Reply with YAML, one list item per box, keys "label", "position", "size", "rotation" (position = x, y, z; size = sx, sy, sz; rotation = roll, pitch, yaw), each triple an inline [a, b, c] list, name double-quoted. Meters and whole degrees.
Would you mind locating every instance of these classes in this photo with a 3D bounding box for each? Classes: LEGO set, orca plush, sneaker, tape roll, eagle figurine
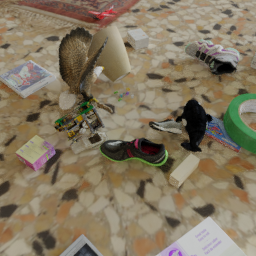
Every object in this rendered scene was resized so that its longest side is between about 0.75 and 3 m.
- label: "LEGO set"
  position: [-1.717, -0.095, 10.341]
  size: [1.795, 1.040, 1.380]
  rotation: [-39, 27, -24]
- label: "orca plush"
  position: [2.360, -0.358, 10.487]
  size: [1.391, 0.940, 2.645]
  rotation: [7, 45, 25]
- label: "sneaker"
  position: [0.199, 0.664, 9.695]
  size: [2.370, 0.993, 0.909]
  rotation: [5, 48, 4]
- label: "tape roll"
  position: [5.067, -0.173, 10.536]
  size: [2.779, 0.668, 2.779]
  rotation: [3, 47, -3]
- label: "eagle figurine"
  position: [-1.675, -2.183, 10.885]
  size: [2.213, 2.916, 2.201]
  rotation: [1, 40, 7]
- label: "sneaker"
  position: [1.394, -0.120, 10.422]
  size: [1.389, 0.551, 0.513]
  rotation: [9, 0, -24]
- label: "sneaker"
  position: [3.883, -3.203, 13.173]
  size: [2.629, 1.022, 1.839]
  rotation: [13, 48, 12]

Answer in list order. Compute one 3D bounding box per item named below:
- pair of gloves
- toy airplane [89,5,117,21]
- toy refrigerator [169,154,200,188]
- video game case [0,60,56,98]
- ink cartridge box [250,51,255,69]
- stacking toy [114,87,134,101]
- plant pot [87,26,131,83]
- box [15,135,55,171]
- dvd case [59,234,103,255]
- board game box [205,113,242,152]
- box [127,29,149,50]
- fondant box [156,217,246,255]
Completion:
- label: "pair of gloves"
  position: [-1.606, 0.144, 10.644]
  size: [1.449, 0.299, 1.704]
  rotation: [-16, 49, -14]
- label: "toy airplane"
  position: [-1.422, -6.944, 17.003]
  size: [1.919, 0.353, 1.919]
  rotation: [-4, 44, 3]
- label: "toy refrigerator"
  position: [1.874, 1.415, 9.391]
  size: [0.415, 0.450, 1.186]
  rotation: [34, 57, 27]
- label: "video game case"
  position: [-4.637, -2.312, 12.906]
  size: [1.971, 0.226, 1.796]
  rotation: [33, 56, 26]
- label: "ink cartridge box"
  position: [7.388, -3.583, 13.481]
  size: [1.845, 1.063, 2.528]
  rotation: [32, 55, 26]
- label: "stacking toy"
  position: [-0.172, -1.439, 12.168]
  size: [0.766, 0.180, 0.578]
  rotation: [-19, 50, -12]
- label: "plant pot"
  position: [-0.775, -3.102, 12.462]
  size: [1.872, 1.872, 1.999]
  rotation: [-32, 92, -26]
- label: "box"
  position: [-3.242, 0.872, 9.863]
  size: [0.863, 0.474, 0.981]
  rotation: [27, 54, 22]
- label: "dvd case"
  position: [-1.050, 4.107, 7.073]
  size: [2.290, 0.283, 1.721]
  rotation: [35, 57, 28]
- label: "board game box"
  position: [3.588, 0.154, 10.709]
  size: [1.814, 0.176, 0.934]
  rotation: [32, 56, 26]
- label: "box"
  position: [0.519, -4.719, 14.851]
  size: [0.802, 0.560, 1.053]
  rotation: [-18, 50, -16]
- label: "fondant box"
  position: [2.200, 3.904, 6.736]
  size: [2.058, 0.831, 2.852]
  rotation: [-23, 51, -29]
